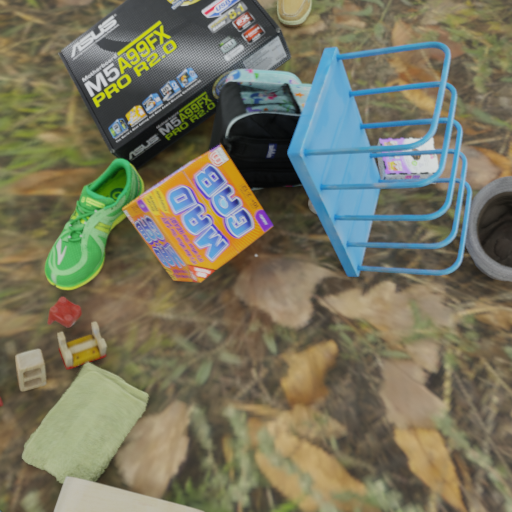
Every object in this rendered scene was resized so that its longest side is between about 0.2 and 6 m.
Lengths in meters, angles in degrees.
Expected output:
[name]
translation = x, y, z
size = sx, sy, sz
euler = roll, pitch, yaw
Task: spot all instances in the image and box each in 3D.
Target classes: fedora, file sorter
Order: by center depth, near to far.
[file sorter]
translation = 1.997, -1.290, 8.171
size = 1.807, 2.945, 2.044
euler = 2, 57, 29
[fedora]
translation = 4.130, -0.306, 9.100
size = 1.597, 0.815, 1.806
euler = 18, 68, 12

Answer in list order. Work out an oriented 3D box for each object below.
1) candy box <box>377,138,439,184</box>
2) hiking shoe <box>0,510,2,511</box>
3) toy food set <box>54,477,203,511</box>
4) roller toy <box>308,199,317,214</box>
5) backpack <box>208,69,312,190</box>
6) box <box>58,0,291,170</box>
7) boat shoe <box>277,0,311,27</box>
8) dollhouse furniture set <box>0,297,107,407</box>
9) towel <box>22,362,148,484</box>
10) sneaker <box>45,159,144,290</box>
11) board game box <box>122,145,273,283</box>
[candy box]
translation = 2.749, -1.718, 10.170
size = 0.993, 0.355, 0.833
euler = -1, 60, 0
[hiking shoe]
translation = -3.281, 4.220, 6.232
size = 1.139, 1.327, 3.062
euler = -13, 61, -8
[toy food set]
translation = -1.702, 3.739, 7.016
size = 1.979, 0.598, 1.420
euler = 15, 62, -1
[roller toy]
translation = 1.125, -0.937, 9.747
size = 0.457, 0.320, 0.417
euler = 22, 58, 2
[backpack]
translation = 0.364, -2.067, 9.461
size = 2.202, 1.955, 1.658
euler = 0, 57, -13
[box]
translation = -1.593, -3.715, 10.344
size = 3.593, 0.795, 2.879
euler = -34, 65, 6
[boat shoe]
translation = 0.899, -5.970, 12.329
size = 0.751, 0.798, 2.096
euler = 8, 61, 5
[dollhouse furniture set]
translation = -3.498, 1.392, 8.247
size = 2.255, 0.917, 1.213
euler = -16, 59, -29
[towel]
translation = -2.366, 2.395, 7.875
size = 1.180, 0.290, 1.591
euler = 26, 63, 13
[sneaker]
translation = -2.721, -0.600, 9.137
size = 0.914, 1.032, 2.469
euler = 19, 64, 10
[board game box]
translation = -0.927, -0.600, 8.584
size = 1.444, 1.444, 1.445
euler = -38, 103, -20
